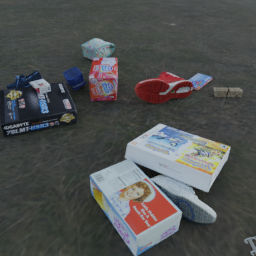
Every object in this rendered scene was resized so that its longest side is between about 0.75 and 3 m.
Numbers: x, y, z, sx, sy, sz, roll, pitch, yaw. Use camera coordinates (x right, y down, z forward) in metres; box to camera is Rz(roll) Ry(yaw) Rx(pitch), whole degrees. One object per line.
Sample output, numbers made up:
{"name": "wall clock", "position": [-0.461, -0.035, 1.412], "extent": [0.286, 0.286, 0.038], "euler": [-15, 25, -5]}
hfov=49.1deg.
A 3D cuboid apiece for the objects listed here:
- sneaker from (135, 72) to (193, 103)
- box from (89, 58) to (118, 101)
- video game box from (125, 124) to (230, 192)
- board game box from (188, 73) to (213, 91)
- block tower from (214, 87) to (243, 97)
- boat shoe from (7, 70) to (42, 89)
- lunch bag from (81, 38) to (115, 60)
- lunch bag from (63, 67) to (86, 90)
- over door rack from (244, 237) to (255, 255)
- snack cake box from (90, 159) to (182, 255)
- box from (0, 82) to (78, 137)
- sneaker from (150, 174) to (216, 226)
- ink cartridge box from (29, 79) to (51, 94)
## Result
{"name": "sneaker", "position": [1.495, -2.028, 13.676], "extent": [2.977, 1.166, 1.720], "euler": [-1, 25, -23]}
{"name": "box", "position": [-1.171, -2.482, 13.948], "extent": [1.288, 1.233, 2.583], "euler": [-1, 35, -1]}
{"name": "video game box", "position": [1.716, 0.811, 9.329], "extent": [2.787, 0.652, 2.539], "euler": [19, 27, 25]}
{"name": "board game box", "position": [3.713, -2.464, 14.860], "extent": [0.881, 0.166, 1.710], "euler": [24, 42, 32]}
{"name": "block tower", "position": [4.848, -1.738, 13.668], "extent": [1.318, 0.381, 0.356], "euler": [3, 35, 1]}
{"name": "boat shoe", "position": [-5.377, -2.465, 14.363], "extent": [0.799, 0.652, 1.900], "euler": [11, 32, 37]}
{"name": "lunch bag", "position": [-1.846, -5.022, 17.754], "extent": [1.456, 1.042, 1.709], "euler": [27, 49, 34]}
{"name": "lunch bag", "position": [-2.754, -2.532, 14.436], "extent": [0.818, 0.797, 1.204], "euler": [-29, 43, -11]}
{"name": "over door rack", "position": [3.528, 2.976, 6.919], "extent": [1.007, 0.335, 0.744], "euler": [-22, 35, 6]}
{"name": "snack cake box", "position": [0.123, 2.064, 7.849], "extent": [1.425, 0.832, 2.477], "euler": [-19, 39, -27]}
{"name": "box", "position": [-3.967, -0.962, 12.269], "extent": [2.971, 0.744, 2.993], "euler": [-12, 37, -16]}
{"name": "sneaker", "position": [1.581, 1.926, 8.101], "extent": [2.239, 0.834, 0.975], "euler": [30, 41, 34]}
{"name": "ink cartridge box", "position": [-3.975, -1.861, 12.622], "extent": [0.703, 0.336, 0.801], "euler": [-21, 39, -30]}
